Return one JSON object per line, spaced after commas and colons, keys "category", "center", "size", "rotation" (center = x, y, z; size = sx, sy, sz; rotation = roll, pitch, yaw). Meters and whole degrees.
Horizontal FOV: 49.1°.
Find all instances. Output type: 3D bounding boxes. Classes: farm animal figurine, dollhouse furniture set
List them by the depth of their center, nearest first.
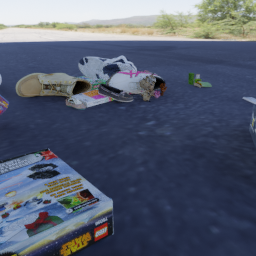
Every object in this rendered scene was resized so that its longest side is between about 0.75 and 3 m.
{"category": "farm animal figurine", "center": [0.772, -1.380, 10.070], "size": [1.111, 0.579, 1.099], "rotation": [-23, 65, -38]}
{"category": "dollhouse furniture set", "center": [3.133, -2.093, 12.151], "size": [0.633, 0.485, 0.966], "rotation": [-7, 22, -17]}

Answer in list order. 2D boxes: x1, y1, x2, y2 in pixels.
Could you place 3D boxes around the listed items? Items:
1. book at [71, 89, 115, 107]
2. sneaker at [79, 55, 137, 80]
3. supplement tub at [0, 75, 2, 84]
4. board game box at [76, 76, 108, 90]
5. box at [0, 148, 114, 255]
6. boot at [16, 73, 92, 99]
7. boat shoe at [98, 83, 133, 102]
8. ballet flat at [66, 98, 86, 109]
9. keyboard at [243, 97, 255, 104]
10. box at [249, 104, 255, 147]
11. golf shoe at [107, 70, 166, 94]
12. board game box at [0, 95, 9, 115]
{"category": "book", "center": [-1.167, -1.032, 9.639], "size": [0.854, 0.307, 1.278], "rotation": [23, 30, 39]}
{"category": "sneaker", "center": [-0.835, -2.911, 13.483], "size": [2.751, 1.098, 1.790], "rotation": [5, 20, 12]}
{"category": "supplement tub", "center": [-5.771, -2.101, 11.486], "size": [0.962, 0.962, 1.327], "rotation": [-11, 23, -27]}
{"category": "board game box", "center": [-1.798, -1.965, 12.154], "size": [1.678, 0.244, 1.129], "rotation": [17, 26, 37]}
{"category": "box", "center": [-1.913, 1.156, 3.350], "size": [2.907, 0.580, 1.991], "rotation": [-15, 25, -35]}
{"category": "boot", "center": [-2.634, -1.463, 10.098], "size": [1.765, 0.827, 2.271], "rotation": [21, 27, 40]}
{"category": "boat shoe", "center": [-0.420, -1.204, 9.510], "size": [1.251, 0.357, 0.418], "rotation": [15, 35, 6]}
{"category": "ballet flat", "center": [-1.701, -0.797, 8.989], "size": [0.841, 0.283, 0.286], "rotation": [14, 27, 32]}
{"category": "keyboard", "center": [4.420, -0.860, 9.501], "size": [0.382, 0.072, 1.357], "rotation": [2, 20, -10]}
{"category": "box", "center": [3.770, 0.306, 5.351], "size": [2.355, 0.762, 2.986], "rotation": [7, 22, 15]}
{"category": "golf shoe", "center": [0.349, -1.759, 10.700], "size": [2.431, 0.883, 1.120], "rotation": [-15, 25, -34]}
{"category": "board game box", "center": [-3.754, -0.550, 7.200], "size": [1.062, 1.345, 0.262], "rotation": [-25, 60, 2]}
